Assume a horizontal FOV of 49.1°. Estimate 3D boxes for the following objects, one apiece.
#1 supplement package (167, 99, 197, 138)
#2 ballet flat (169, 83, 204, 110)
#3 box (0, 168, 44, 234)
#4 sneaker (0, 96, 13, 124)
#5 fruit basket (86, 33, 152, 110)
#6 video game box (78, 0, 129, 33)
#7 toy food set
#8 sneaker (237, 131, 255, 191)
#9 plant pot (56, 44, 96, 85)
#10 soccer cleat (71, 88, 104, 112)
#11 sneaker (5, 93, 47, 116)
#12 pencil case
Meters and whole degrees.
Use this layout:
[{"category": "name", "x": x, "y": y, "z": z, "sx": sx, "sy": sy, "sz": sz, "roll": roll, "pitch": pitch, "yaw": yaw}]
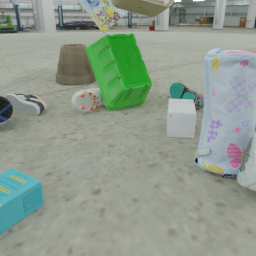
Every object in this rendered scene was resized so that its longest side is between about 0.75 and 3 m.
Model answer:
[{"category": "supplement package", "x": 1.569, "y": -0.309, "z": 8.327, "sx": 0.786, "sy": 0.776, "sz": 1.296, "roll": 4, "pitch": 23, "yaw": 8}, {"category": "ballet flat", "x": 2.249, "y": -1.154, "z": 10.633, "sx": 0.768, "sy": 0.768, "sz": 2.135, "roll": -6, "pitch": 24, "yaw": -13}, {"category": "box", "x": -2.494, "y": 1.442, "z": 4.531, "sx": 0.881, "sy": 0.526, "sz": 2.140, "roll": 14, "pitch": 27, "yaw": 30}, {"category": "sneaker", "x": -4.894, "y": -0.251, "z": 8.189, "sx": 2.909, "sy": 1.101, "sz": 1.120, "roll": -9, "pitch": 3, "yaw": -21}, {"category": "fruit basket", "x": -0.391, "y": -1.992, "z": 10.773, "sx": 2.041, "sy": 2.829, "sz": 2.829, "roll": -14, "pitch": 27, "yaw": -30}, {"category": "video game box", "x": -0.941, "y": -5.122, "z": 11.338, "sx": 1.670, "sy": 1.834, "sz": 0.429, "roll": -41, "pitch": 23, "yaw": -1}, {"category": "toy food set", "x": 0.420, "y": -3.906, "z": 8.478, "sx": 1.743, "sy": 0.526, "sz": 1.250, "roll": 7, "pitch": 6, "yaw": -16}, {"category": "sneaker", "x": 3.067, "y": 0.645, "z": 5.464, "sx": 1.379, "sy": 1.081, "sz": 2.776, "roll": 24, "pitch": 22, "yaw": 29}, {"category": "plant pot", "x": -2.658, "y": -3.218, "z": 13.945, "sx": 2.038, "sy": 1.768, "sz": 2.038, "roll": -1, "pitch": 24, "yaw": 0}, {"category": "soccer cleat", "x": -1.398, "y": -1.066, "z": 10.247, "sx": 0.884, "sy": 0.790, "sz": 2.280, "roll": 7, "pitch": 17, "yaw": 28}, {"category": "sneaker", "x": -3.590, "y": -0.875, "z": 9.904, "sx": 1.565, "sy": 0.614, "sz": 0.621, "roll": 21, "pitch": 34, "yaw": 18}, {"category": "pencil case", "x": 2.121, "y": -0.335, "z": 6.068, "sx": 1.212, "sy": 2.673, "sz": 1.111, "roll": 3, "pitch": 18, "yaw": 2}]
